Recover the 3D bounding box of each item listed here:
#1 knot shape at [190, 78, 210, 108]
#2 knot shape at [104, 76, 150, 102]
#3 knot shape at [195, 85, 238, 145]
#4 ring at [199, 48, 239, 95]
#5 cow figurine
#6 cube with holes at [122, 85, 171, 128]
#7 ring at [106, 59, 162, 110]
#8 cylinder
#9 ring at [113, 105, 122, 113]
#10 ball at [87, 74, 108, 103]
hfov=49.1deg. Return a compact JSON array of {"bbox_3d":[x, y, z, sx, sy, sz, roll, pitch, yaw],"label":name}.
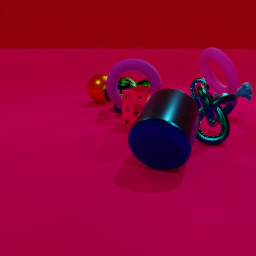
[{"bbox_3d":[2.843,-1.450,11.506,0.629,1.275,1.362,21,4,-8],"label":"knot shape"},{"bbox_3d":[0.254,-1.451,10.991,1.932,0.954,2.064,12,22,36],"label":"knot shape"},{"bbox_3d":[2.410,-0.439,7.664,1.531,1.637,0.756,-18,12,-35],"label":"knot shape"},{"bbox_3d":[2.693,-1.643,8.361,0.321,1.603,1.603,-31,24,-6],"label":"ring"},{"bbox_3d":[3.818,-1.203,10.106,1.225,0.672,1.205,-28,16,5],"label":"cow figurine"},{"bbox_3d":[0.619,-0.684,9.150,1.192,1.192,1.192,9,20,27],"label":"cube with holes"},{"bbox_3d":[0.196,-1.447,9.887,1.998,1.998,0.400,4,28,11],"label":"ring"},{"bbox_3d":[0.827,0.012,6.168,1.335,1.335,1.335,6,37,20],"label":"cylinder"},{"bbox_3d":[0.120,-0.851,11.180,1.450,0.290,1.450,0,18,0],"label":"ring"},{"bbox_3d":[-1.156,-1.728,12.303,1.287,1.287,1.287,0,18,0],"label":"ball"}]
